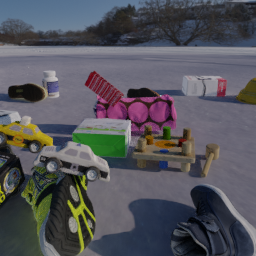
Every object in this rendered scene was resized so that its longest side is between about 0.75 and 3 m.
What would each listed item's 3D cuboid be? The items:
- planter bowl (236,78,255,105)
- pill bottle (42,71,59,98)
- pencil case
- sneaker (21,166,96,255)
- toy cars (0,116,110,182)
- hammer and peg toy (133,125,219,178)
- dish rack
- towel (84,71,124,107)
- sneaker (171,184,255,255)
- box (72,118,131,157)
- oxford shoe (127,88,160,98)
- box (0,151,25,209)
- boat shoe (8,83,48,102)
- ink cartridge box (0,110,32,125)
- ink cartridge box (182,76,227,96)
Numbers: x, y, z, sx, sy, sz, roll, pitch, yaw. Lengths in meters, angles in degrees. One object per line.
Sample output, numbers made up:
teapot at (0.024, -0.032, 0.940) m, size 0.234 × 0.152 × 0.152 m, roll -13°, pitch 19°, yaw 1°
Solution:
planter bowl at (6.762, -1.941, 13.976) m, size 2.499 × 1.041 × 2.499 m, roll -2°, pitch 20°, yaw 1°
pill bottle at (-4.077, -2.299, 14.721) m, size 0.804 × 1.343 × 0.804 m, roll 0°, pitch 19°, yaw 0°
pencil case at (0.254, -0.514, 9.353) m, size 2.702 × 1.266 × 1.226 m, roll -1°, pitch 2°, yaw 4°
sneaker at (-1.305, 1.315, 5.050) m, size 1.086 × 1.071 × 2.842 m, roll -26°, pitch 21°, yaw 0°
toy cars at (-1.522, 0.278, 5.304) m, size 2.801 × 0.620 × 1.256 m, roll 19°, pitch 6°, yaw 29°
hammer and peg toy at (1.302, 0.518, 7.328) m, size 2.181 × 0.769 × 1.604 m, roll 4°, pitch 19°, yaw 12°
dish rack at (-3.518, 1.000, 5.937) m, size 2.183 × 0.595 × 1.674 m, roll -13°, pitch 30°, yaw -18°
towel at (-0.753, -1.163, 8.530) m, size 0.133 × 1.183 × 0.855 m, roll -57°, pitch 9°, yaw -31°
sneaker at (1.151, 1.502, 4.625) m, size 1.228 × 0.646 × 1.700 m, roll -3°, pitch 20°, yaw -17°
box at (-0.717, 0.238, 8.221) m, size 1.495 × 0.723 × 1.319 m, roll 2°, pitch 19°, yaw 5°
oxford shoe at (0.954, -1.392, 12.778) m, size 0.962 × 0.962 × 2.698 m, roll -2°, pitch 17°, yaw -26°
box at (-3.584, 1.098, 4.628) m, size 2.834 × 0.627 × 2.270 m, roll 11°, pitch 36°, yaw 15°
boat shoe at (-4.901, -1.837, 14.225) m, size 2.557 × 0.916 × 0.974 m, roll 11°, pitch 10°, yaw 29°
ink cartridge box at (-5.464, -0.307, 10.068) m, size 2.815 × 0.573 × 2.821 m, roll 6°, pitch 20°, yaw 17°
ink cartridge box at (4.198, -2.365, 15.616) m, size 2.119 × 0.893 × 1.534 m, roll 0°, pitch 19°, yaw 1°
